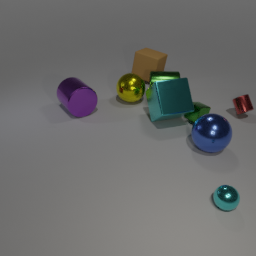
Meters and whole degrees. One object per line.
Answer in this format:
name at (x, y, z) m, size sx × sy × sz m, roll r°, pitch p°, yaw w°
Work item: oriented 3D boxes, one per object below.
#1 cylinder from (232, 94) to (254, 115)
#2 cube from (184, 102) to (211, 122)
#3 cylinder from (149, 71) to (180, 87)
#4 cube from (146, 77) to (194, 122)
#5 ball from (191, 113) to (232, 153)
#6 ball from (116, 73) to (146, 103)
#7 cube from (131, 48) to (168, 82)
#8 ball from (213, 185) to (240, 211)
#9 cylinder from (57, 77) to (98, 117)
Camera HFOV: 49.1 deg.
cylinder at (4.967, -1.011, 12.102) m, size 0.700 × 0.700 × 0.700 m, roll -17°, pitch -7°, yaw -2°
cube at (2.931, -0.662, 11.838) m, size 0.700 × 0.700 × 0.700 m, roll -6°, pitch 28°, yaw -38°
cylinder at (1.736, -2.029, 13.519) m, size 1.400 × 1.400 × 1.400 m, roll 1°, pitch 32°, yaw 2°
cube at (1.678, -1.132, 11.521) m, size 1.400 × 1.400 × 1.400 m, roll -9°, pitch -7°, yaw -14°
ball at (2.968, 0.179, 9.960) m, size 1.400 × 1.400 × 1.400 m, roll 0°, pitch 32°, yaw 0°
ball at (0.134, -1.910, 13.336) m, size 1.400 × 1.400 × 1.400 m, roll 0°, pitch 32°, yaw 0°
cube at (1.187, -3.512, 15.606) m, size 1.400 × 1.400 × 1.400 m, roll 24°, pitch 33°, yaw 19°
ball at (2.739, 1.931, 7.784) m, size 0.700 × 0.700 × 0.700 m, roll 0°, pitch 32°, yaw 0°
cylinder at (-2.276, -1.389, 12.476) m, size 1.400 × 1.400 × 1.400 m, roll -18°, pitch 36°, yaw -27°
